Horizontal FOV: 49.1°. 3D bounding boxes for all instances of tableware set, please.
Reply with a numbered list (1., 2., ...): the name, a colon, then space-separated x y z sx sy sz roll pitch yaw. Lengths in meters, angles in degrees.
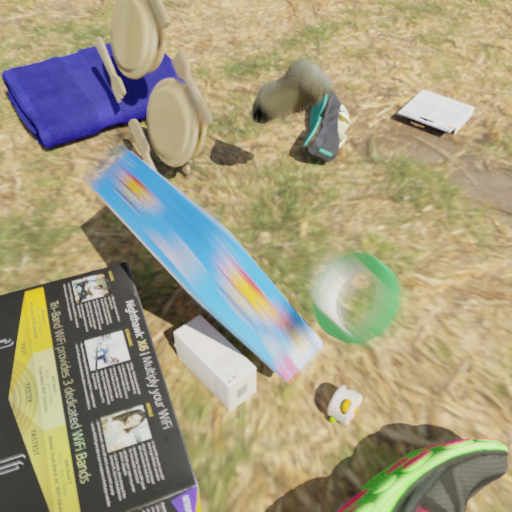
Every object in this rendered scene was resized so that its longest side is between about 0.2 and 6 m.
1. tableware set: -1.665 -3.127 9.897 0.664 2.191 3.314 -15 77 -41

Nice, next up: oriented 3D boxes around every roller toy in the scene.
1. roller toy: 1.109 1.847 6.932 0.326 0.467 0.426 26 40 23

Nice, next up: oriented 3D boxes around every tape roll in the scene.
1. tape roll: 0.951 0.405 5.397 0.854 0.205 0.854 -22 56 37

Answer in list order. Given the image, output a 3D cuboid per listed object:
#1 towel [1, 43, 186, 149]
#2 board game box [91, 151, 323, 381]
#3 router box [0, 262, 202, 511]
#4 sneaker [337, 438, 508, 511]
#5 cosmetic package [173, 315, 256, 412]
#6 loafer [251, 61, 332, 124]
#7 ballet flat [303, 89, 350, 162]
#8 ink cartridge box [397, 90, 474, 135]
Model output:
1. towel: -3.326 -3.487 11.966 3.450 0.855 2.547 -24 57 -22
2. board game box: -0.597 0.124 6.933 0.694 2.433 2.485 -45 47 -5
3. router box: -2.417 1.810 6.641 2.685 0.892 3.415 -15 48 -14
4. sneaker: 1.613 2.837 5.754 2.814 1.080 1.179 -27 75 -25
5. cosmetic package: -0.543 1.380 7.277 0.480 0.609 1.132 -32 55 -27
6. loafer: 0.467 -2.294 8.261 0.676 1.799 0.627 36 76 -20
7. ballet flat: 1.436 -2.566 11.106 0.844 0.844 2.310 8 40 7
8. ink cartridge box: 3.747 -2.963 11.762 1.228 0.250 1.230 30 53 26
